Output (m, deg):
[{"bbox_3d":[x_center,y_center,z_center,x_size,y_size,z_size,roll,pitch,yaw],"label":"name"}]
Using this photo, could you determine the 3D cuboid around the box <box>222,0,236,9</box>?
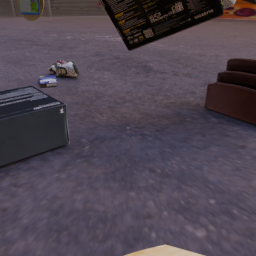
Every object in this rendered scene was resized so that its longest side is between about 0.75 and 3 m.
[{"bbox_3d":[2.007,-4.203,7.725,1.743,1.501,1.752,24,-3,-20],"label":"box"}]

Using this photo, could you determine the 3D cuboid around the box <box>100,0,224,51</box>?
[{"bbox_3d":[0.703,-3.228,6.661,2.616,2.089,0.646,-15,40,26],"label":"box"}]

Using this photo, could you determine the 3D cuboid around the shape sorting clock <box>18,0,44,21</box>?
[{"bbox_3d":[-2.454,-3.210,7.078,0.943,0.943,0.185,15,27,28],"label":"shape sorting clock"}]

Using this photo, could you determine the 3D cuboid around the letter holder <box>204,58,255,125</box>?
[{"bbox_3d":[3.480,-1.099,8.027,1.080,1.526,2.148,-21,33,-37],"label":"letter holder"}]

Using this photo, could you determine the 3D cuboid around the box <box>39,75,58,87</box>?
[{"bbox_3d":[-3.185,-1.871,11.168,0.661,0.177,1.092,-8,28,-16],"label":"box"}]

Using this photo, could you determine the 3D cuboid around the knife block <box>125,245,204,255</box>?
[{"bbox_3d":[0.404,1.296,1.912,0.929,2.548,2.902,10,28,18],"label":"knife block"}]

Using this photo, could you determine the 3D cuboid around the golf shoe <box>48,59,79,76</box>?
[{"bbox_3d":[-2.741,-2.466,12.033,0.791,0.693,1.795,-35,34,-28],"label":"golf shoe"}]

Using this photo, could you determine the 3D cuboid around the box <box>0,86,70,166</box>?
[{"bbox_3d":[-3.025,-0.021,6.304,2.769,1.092,1.954,-19,28,-35],"label":"box"}]
